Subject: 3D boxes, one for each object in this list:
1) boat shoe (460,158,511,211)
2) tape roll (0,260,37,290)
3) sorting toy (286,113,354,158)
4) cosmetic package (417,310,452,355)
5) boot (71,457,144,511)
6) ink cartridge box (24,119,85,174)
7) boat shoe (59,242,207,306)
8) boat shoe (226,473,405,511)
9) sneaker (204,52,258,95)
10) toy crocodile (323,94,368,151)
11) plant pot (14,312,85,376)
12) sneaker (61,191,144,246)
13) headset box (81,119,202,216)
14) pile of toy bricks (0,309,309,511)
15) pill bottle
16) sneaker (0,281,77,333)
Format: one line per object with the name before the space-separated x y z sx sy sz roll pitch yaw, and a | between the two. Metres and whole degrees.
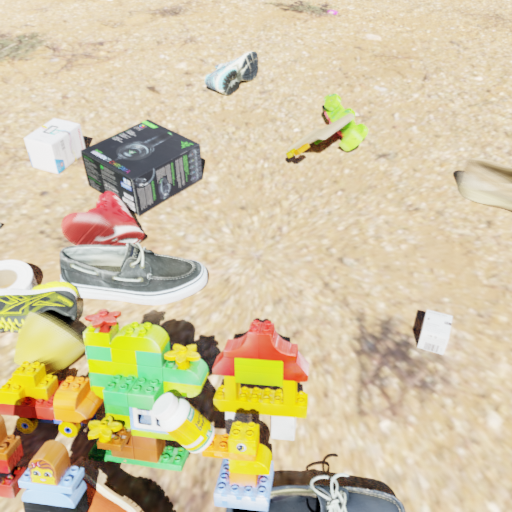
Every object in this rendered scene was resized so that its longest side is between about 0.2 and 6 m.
boat shoe | 5.638 -1.359 11.589 2.643 0.853 0.942 17 43 18
tape roll | -4.390 0.547 9.761 1.067 0.373 1.067 0 40 0
sorting toy | 1.349 -2.701 13.161 1.822 0.244 1.357 -40 16 -29
cosmetic package | 2.856 1.215 8.946 0.423 0.424 0.514 14 43 16
boot | -1.776 3.246 6.474 1.874 0.703 1.005 21 48 33
ink cartridge box | -4.652 -2.568 13.040 0.786 0.789 1.076 15 42 17
boat shoe | -2.155 0.245 9.685 2.589 0.918 0.933 -2 41 -3
boat shoe | 0.720 3.044 6.619 2.181 0.674 0.817 0 41 2
sneaker | -0.709 -5.467 16.394 0.921 0.828 2.135 20 44 26
toy crocodile | 2.149 -3.396 14.090 0.710 0.776 2.300 -42 39 20
plant pot | -3.187 1.421 8.414 1.003 1.003 0.712 21 66 23
sneaker | -2.957 -0.706 10.301 0.706 1.802 1.041 -40 66 17
headset box | -2.413 -2.013 12.281 1.775 0.945 2.038 31 49 30
pile of toy bricks | -1.524 1.602 6.765 4.226 2.086 2.345 2 21 8
pill bottle | -0.820 1.851 6.250 0.399 0.708 0.399 -30 28 18
sneaker | -3.805 0.944 9.055 1.864 0.694 0.789 -16 43 -18
